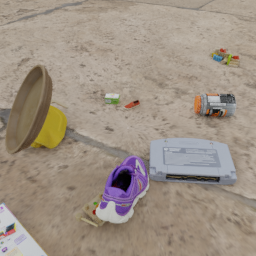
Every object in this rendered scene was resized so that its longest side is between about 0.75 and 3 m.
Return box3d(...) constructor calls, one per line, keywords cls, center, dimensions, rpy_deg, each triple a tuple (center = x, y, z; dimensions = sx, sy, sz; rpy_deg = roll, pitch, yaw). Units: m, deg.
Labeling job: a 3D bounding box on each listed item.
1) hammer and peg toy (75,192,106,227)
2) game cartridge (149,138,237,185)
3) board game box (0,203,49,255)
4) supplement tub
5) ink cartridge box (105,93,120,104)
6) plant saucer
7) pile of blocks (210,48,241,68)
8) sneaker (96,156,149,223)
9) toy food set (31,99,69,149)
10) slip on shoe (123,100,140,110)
box3d(cls="hammer and peg toy", center=(-0.809, 2.218, 7.320), dimensions=(0.766, 0.367, 1.042), rpy_deg=(29, 46, 30))
box3d(cls="game cartridge", center=(1.960, 0.989, 8.872), dimensions=(2.548, 0.516, 1.699), rpy_deg=(3, 41, 4))
box3d(cls="board game box", center=(-3.018, 2.895, 6.356), dimensions=(2.156, 0.435, 1.650), rpy_deg=(30, 47, 34))
box3d(cls="supplement tub", center=(3.388, -0.907, 10.998), dimensions=(1.464, 0.897, 0.897), rpy_deg=(2, 37, 3))
box3d(cls="ink cartridge box", center=(-0.659, -1.360, 12.088), dimensions=(0.574, 0.294, 0.776), rpy_deg=(3, 38, 4))
box3d(cls="plant saucer", center=(-2.334, -0.426, 6.591), dimensions=(0.322, 2.186, 2.186), rpy_deg=(21, 24, -35))
box3d(cls="pile of blocks", center=(5.196, -3.911, 15.180), dimensions=(0.820, 0.620, 1.997), rpy_deg=(-25, 43, -29))
box3d(cls="sneaker", center=(0.034, 1.371, 7.504), dimensions=(1.104, 1.143, 2.739), rpy_deg=(14, 21, 8))
box3d(cls="toy food set", center=(-3.027, -0.083, 10.122), dimensions=(1.489, 0.827, 2.531), rpy_deg=(19, 36, -15))
box3d(cls="slip on shoe", center=(0.154, -0.970, 11.624), dimensions=(0.780, 0.239, 0.289), rpy_deg=(-21, 44, -23))
